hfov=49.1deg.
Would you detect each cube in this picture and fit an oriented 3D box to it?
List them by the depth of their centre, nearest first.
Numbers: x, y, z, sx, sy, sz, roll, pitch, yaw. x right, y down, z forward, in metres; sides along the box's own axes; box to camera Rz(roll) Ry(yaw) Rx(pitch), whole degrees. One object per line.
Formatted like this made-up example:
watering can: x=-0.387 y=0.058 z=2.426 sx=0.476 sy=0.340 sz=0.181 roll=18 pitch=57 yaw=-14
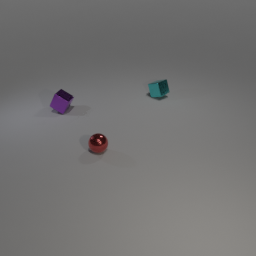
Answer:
cube: x=-2.942 y=-1.188 z=12.485 sx=0.700 sy=0.700 sz=0.700 roll=31 pitch=30 yaw=-4
cube: x=1.532 y=-1.965 z=13.905 sx=0.700 sy=0.700 sz=0.700 roll=-28 pitch=20 yaw=-36

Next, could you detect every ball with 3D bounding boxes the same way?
ball: x=-1.042 y=0.531 z=9.819 sx=0.700 sy=0.700 sz=0.700 roll=0 pitch=30 yaw=0
